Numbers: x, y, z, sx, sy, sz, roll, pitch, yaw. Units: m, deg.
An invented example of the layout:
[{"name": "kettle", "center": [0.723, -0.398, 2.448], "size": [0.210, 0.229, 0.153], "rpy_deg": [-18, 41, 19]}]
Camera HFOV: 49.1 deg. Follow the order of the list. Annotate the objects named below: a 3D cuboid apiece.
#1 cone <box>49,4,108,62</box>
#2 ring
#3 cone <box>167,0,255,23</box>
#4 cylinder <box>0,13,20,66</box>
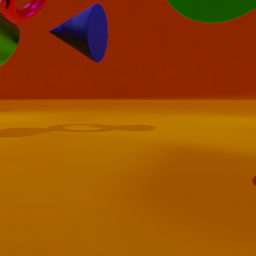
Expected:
[{"name": "cone", "center": [-1.483, -2.581, 7.593], "size": [1.481, 1.476, 1.476], "rpy_deg": [7, 8, 14]}, {"name": "ring", "center": [-2.717, -3.734, 7.690], "size": [0.378, 1.892, 1.892], "rpy_deg": [39, 7, -1]}, {"name": "cone", "center": [0.830, -2.365, 3.180], "size": [1.680, 1.680, 1.686], "rpy_deg": [-2, 44, -17]}, {"name": "cylinder", "center": [-3.468, -2.268, 6.601], "size": [1.265, 1.265, 1.265], "rpy_deg": [4, -17, 34]}]
